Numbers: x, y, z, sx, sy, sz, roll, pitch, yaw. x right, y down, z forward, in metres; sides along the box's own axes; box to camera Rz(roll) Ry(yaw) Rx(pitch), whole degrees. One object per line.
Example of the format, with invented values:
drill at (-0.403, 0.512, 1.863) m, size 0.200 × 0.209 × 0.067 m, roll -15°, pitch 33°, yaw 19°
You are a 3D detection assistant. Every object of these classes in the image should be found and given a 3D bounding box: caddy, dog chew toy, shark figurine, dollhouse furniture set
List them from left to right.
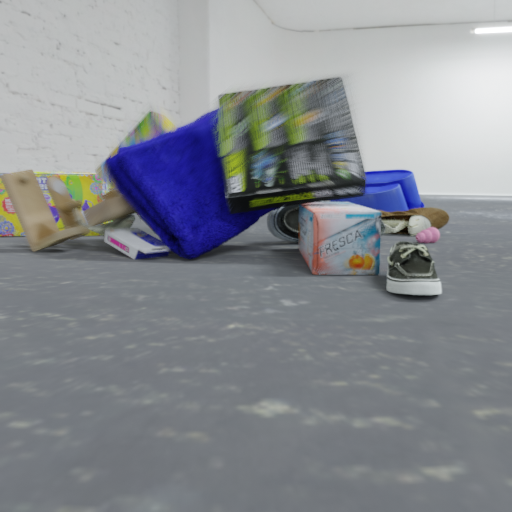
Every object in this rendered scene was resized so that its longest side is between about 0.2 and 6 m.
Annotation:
dollhouse furniture set at (-3.663, -1.403, 11.820) m, size 2.073 × 1.689 × 1.971 m, roll -20°, pitch 5°, yaw 32°
shark figurine at (-3.223, -0.716, 12.107) m, size 1.306 × 0.780 × 0.545 m, roll 0°, pitch 52°, yaw -1°
caddy at (3.565, -1.545, 16.825) m, size 2.889 × 1.517 × 2.043 m, roll 4°, pitch 30°, yaw 41°
dog chew toy at (4.028, -0.460, 13.233) m, size 0.615 × 0.383 × 0.383 m, roll -12°, pitch 13°, yaw -25°

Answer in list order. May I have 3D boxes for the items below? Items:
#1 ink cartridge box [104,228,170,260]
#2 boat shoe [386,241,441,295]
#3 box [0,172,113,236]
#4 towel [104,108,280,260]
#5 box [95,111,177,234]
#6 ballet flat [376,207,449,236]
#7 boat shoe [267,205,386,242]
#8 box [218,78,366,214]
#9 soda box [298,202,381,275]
ink cartridge box at (-2.315, -0.216, 11.196) m, size 0.774 × 0.303 × 1.634 m, roll -7°, pitch 20°, yaw -41°
boat shoe at (2.191, 0.141, 8.056) m, size 0.701 × 0.631 × 1.982 m, roll 1°, pitch 8°, yaw 5°
box at (-5.539, -1.518, 15.742) m, size 2.762 × 1.685 × 2.660 m, roll 0°, pitch 8°, yaw -7°
towel at (-0.810, -1.807, 11.632) m, size 3.854 × 0.955 × 2.846 m, roll -34°, pitch 72°, yaw -34°
box at (-2.253, -1.935, 13.159) m, size 1.937 × 2.011 × 1.227 m, roll -43°, pitch 0°, yaw 11°
ballet flat at (3.928, -0.857, 14.984) m, size 2.283 × 0.774 × 0.826 m, roll 4°, pitch 30°, yaw 28°
boat shoe at (1.741, -0.850, 13.277) m, size 2.975 × 1.072 × 1.055 m, roll -2°, pitch 4°, yaw -25°
box at (0.618, -2.197, 10.913) m, size 2.580 × 2.672 × 0.635 m, roll -9°, pitch -30°, yaw 4°
soda box at (1.450, -0.430, 10.513) m, size 1.141 × 1.061 × 3.337 m, roll 0°, pitch 9°, yaw 0°
